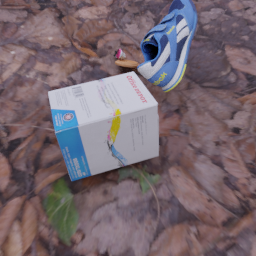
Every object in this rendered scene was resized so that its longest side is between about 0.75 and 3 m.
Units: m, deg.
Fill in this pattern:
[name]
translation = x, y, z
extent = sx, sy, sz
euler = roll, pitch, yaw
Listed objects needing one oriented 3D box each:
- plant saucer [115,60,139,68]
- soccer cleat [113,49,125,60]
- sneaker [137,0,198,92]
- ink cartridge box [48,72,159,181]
[plant saucer]
translation = -0.020, -2.141, 9.245
extent = 0.815, 0.131, 0.815
euler = 7, 21, -3
[soccer cleat]
translation = -0.227, -2.451, 9.379
extent = 0.384, 0.311, 0.889
euler = 18, 12, -17
[sneaker]
translation = 1.093, -2.556, 7.874
extent = 1.224, 1.101, 2.977
euler = 20, 72, -18
[ink cartridge box]
translation = -0.572, -0.091, 7.012
extent = 2.316, 1.675, 1.705
euler = -15, 40, -9
